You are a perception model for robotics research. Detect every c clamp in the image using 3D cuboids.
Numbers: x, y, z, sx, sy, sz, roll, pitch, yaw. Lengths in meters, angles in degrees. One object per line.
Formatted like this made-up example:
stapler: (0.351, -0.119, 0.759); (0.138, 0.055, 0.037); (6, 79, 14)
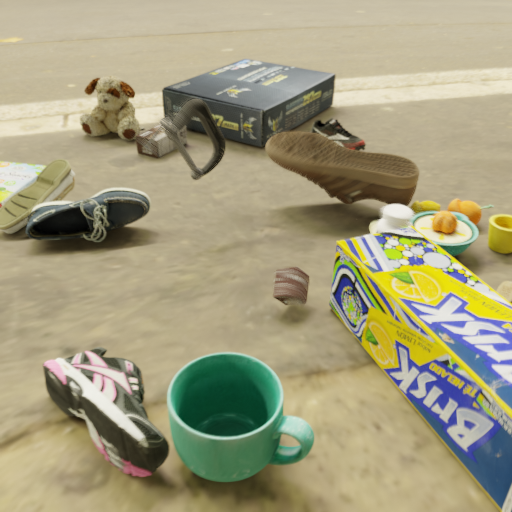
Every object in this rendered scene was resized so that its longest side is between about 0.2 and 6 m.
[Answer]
c clamp: (-1.158, -1.937, 9.748); (0.224, 1.652, 1.412); (20, 72, 34)

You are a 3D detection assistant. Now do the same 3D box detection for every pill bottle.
pill bottle: (2.233, -0.271, 9.102); (0.591, 1.065, 0.591); (-1, 35, 1)

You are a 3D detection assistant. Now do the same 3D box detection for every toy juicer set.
toy juicer set: (3.204, -0.594, 10.252); (2.905, 0.790, 1.848); (-11, 35, -15)

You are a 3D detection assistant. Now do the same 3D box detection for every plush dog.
plush dog: (-3.722, -4.004, 14.811); (1.733, 1.489, 1.391); (9, 34, 14)

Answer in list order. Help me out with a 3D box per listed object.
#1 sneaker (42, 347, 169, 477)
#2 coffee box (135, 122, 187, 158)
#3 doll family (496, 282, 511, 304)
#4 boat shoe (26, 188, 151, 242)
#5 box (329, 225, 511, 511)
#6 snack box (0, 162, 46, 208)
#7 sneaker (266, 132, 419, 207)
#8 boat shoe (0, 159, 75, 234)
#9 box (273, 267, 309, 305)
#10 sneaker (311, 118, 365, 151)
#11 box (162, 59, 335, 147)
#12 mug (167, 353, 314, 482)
sneaker: (-1.684, 1.670, 6.754); (2.159, 0.867, 0.932); (30, 42, 35)
coffee box: (-2.374, -2.928, 14.096); (0.675, 0.477, 1.195); (19, 38, 26)
doll family: (4.333, 1.162, 7.166); (1.063, 1.566, 2.709); (-42, 47, -5)
boat shoe: (-3.101, -0.728, 10.401); (2.283, 0.855, 0.706); (-5, 32, -6)
box: (2.492, 1.149, 7.141); (1.387, 1.273, 3.959); (-12, 35, -19)
snack box: (-5.317, -1.392, 11.753); (1.263, 0.470, 1.776); (8, 34, 12)
sneaker: (1.614, -1.565, 11.237); (3.083, 1.164, 1.086); (18, 46, 15)
boat shoe: (-4.283, -1.066, 11.102); (0.707, 0.647, 1.893); (26, 61, 26)
box: (0.544, 0.473, 8.649); (0.391, 0.387, 0.471); (-11, 60, 35)
sneaker: (2.025, -3.029, 14.023); (1.525, 0.745, 0.539); (19, 35, 24)
box: (-0.097, -4.520, 15.976); (3.292, 1.065, 4.174); (21, 38, 27)
mug: (-0.266, 1.935, 6.238); (1.270, 0.956, 1.546); (-17, 38, -26)
